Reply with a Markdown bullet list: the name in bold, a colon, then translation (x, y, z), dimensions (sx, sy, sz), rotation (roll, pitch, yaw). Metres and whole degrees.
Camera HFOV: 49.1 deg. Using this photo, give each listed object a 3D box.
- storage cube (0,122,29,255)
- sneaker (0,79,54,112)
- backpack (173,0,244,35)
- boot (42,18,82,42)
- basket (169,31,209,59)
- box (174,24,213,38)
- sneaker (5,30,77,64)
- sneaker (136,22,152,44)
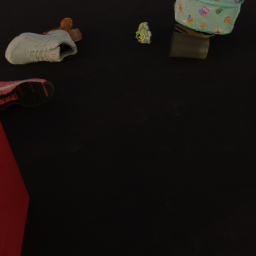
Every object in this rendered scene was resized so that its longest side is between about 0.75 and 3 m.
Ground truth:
- **storage cube**: translation (-3.002, 1.333, 3.729), dimensions (2.487, 2.615, 2.909), rotation (-5, 42, -6)
- **sneaker**: translation (-3.254, -1.074, 7.893), dimensions (2.235, 0.824, 0.969), rotation (-15, 42, -16)
- **backpack**: translation (3.166, -4.985, 11.054), dimensions (2.594, 2.262, 2.951), rotation (16, 46, 2)
- **boot**: translation (-2.793, -3.880, 11.297), dimensions (1.352, 0.644, 1.747), rotation (-22, 44, -21)
- **basket**: translation (2.188, -2.930, 10.050), dimensions (1.285, 0.874, 1.159), rotation (8, 27, 3)
- **box**: translation (3.157, -4.318, 12.118), dimensions (1.792, 0.191, 1.465), rotation (-24, 49, -27)
- **sneaker**: translation (-2.918, -2.729, 9.744), dimensions (2.503, 0.975, 1.244), rotation (-26, 51, -26)
- **sneaker**: translation (0.578, -3.904, 11.393), dimensions (0.554, 0.547, 1.451), rotation (-4, 39, -6)
